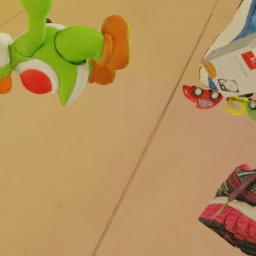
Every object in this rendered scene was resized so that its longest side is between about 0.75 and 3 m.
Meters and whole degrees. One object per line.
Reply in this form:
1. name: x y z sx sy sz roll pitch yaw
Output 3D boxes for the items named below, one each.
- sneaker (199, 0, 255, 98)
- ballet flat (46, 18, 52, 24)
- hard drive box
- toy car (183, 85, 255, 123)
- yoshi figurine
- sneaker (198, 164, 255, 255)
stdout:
1. sneaker: 2.478 -1.720 4.912 1.243 1.095 2.787 34 94 22
2. ballet flat: -1.804 -2.301 6.476 0.263 0.791 0.225 -10 92 0
3. hard drive box: 1.493 -0.799 3.705 0.325 0.847 0.660 -44 105 -20
4. toy car: 2.060 -0.353 5.043 1.810 0.404 1.703 4 15 -34
5. yoshi figurine: -1.531 -1.333 4.093 2.886 1.622 1.616 -6 31 -25
6. sneaker: 1.785 0.787 2.791 1.194 2.963 1.106 37 73 -9
